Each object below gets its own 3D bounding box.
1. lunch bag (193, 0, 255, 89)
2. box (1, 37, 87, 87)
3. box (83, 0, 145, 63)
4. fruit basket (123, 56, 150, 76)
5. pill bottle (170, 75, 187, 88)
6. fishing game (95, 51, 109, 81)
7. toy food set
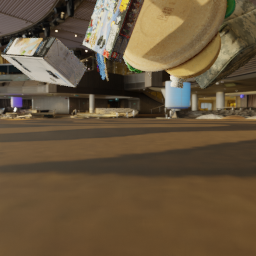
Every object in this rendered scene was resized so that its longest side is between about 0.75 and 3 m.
[{"bbox_3d":[2.816,-3.014,8.876,2.996,2.513,2.087,-31,-11,-33],"label":"lunch bag"},{"bbox_3d":[-2.959,-2.317,9.757,2.754,0.828,1.606,16,-17,38],"label":"box"},{"bbox_3d":[-0.255,-2.244,5.507,0.326,1.637,1.121,8,23,-42],"label":"box"},{"bbox_3d":[-0.008,-3.387,11.310,1.237,2.444,2.638,-33,-23,18],"label":"fruit basket"},{"bbox_3d":[2.023,-2.174,10.955,0.669,1.191,0.669,10,9,-2],"label":"pill bottle"},{"bbox_3d":[-0.781,-2.060,8.549,0.246,1.133,1.583,-12,20,-12],"label":"fishing game"},{"bbox_3d":[1.008,-2.433,6.424,2.699,2.672,0.657,13,-13,38],"label":"toy food set"}]
